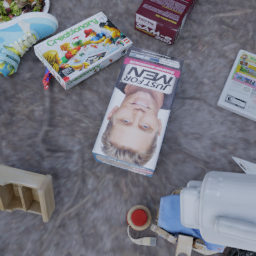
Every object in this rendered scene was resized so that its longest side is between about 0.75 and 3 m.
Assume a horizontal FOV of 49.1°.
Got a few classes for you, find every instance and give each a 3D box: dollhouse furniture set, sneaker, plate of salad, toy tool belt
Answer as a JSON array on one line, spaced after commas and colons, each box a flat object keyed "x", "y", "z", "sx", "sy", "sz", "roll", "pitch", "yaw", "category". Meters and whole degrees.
[{"x": -2.712, "y": 2.038, "z": 5.265, "sx": 1.699, "sy": 2.398, "sz": 2.611, "roll": 12, "pitch": 40, "yaw": 6, "category": "dollhouse furniture set"}, {"x": -2.895, "y": -2.147, "z": 7.512, "sx": 2.267, "sy": 0.902, "sz": 1.480, "roll": -15, "pitch": 68, "yaw": 5, "category": "sneaker"}, {"x": -3.351, "y": -3.674, "z": 8.267, "sx": 2.000, "sy": 0.480, "sz": 2.000, "roll": 0, "pitch": 69, "yaw": 0, "category": "plate of salad"}, {"x": 1.120, "y": 1.893, "z": 5.726, "sx": 2.317, "sy": 1.424, "sz": 1.447, "roll": 6, "pitch": 70, "yaw": 2, "category": "toy tool belt"}]

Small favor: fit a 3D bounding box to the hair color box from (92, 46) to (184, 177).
[{"x": 0.308, "y": -0.448, "z": 6.872, "sx": 1.465, "sy": 0.886, "sz": 2.929, "roll": 15, "pitch": 71, "yaw": 5, "category": "hair color box"}]

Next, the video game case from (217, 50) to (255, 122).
[{"x": 3.631, "y": -0.981, "z": 7.422, "sx": 2.026, "sy": 0.223, "sz": 1.844, "roll": 25, "pitch": 72, "yaw": 9, "category": "video game case"}]

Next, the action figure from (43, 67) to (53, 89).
[{"x": -2.149, "y": -1.444, "z": 7.548, "sx": 0.235, "sy": 0.298, "sz": 0.910, "roll": 6, "pitch": 68, "yaw": -4, "category": "action figure"}]

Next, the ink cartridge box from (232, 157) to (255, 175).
[{"x": 2.753, "y": 1.007, "z": 6.250, "sx": 0.866, "sy": 0.217, "sz": 0.702, "roll": 16, "pitch": 25, "yaw": -22, "category": "ink cartridge box"}]

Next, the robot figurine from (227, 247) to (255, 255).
[{"x": 2.286, "y": 3.541, "z": 5.496, "sx": 2.552, "sy": 0.743, "sz": 1.851, "roll": -40, "pitch": 75, "yaw": -12, "category": "robot figurine"}]

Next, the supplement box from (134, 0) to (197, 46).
[{"x": 1.261, "y": -3.687, "z": 8.139, "sx": 1.279, "sy": 0.715, "sz": 2.350, "roll": 27, "pitch": 71, "yaw": 9, "category": "supplement box"}]

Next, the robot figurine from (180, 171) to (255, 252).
[{"x": 1.935, "y": 1.344, "z": 4.536, "sx": 2.103, "sy": 1.783, "sz": 1.188, "roll": 1, "pitch": 101, "yaw": 26, "category": "robot figurine"}]

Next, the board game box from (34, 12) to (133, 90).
[{"x": -1.171, "y": -2.149, "z": 7.604, "sx": 2.243, "sy": 0.388, "sz": 1.416, "roll": -36, "pitch": 74, "yaw": -20, "category": "board game box"}]
